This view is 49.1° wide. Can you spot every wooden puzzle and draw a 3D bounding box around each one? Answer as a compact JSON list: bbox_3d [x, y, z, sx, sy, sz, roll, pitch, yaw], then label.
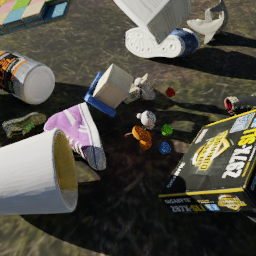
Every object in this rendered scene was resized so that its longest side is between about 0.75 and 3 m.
[{"bbox_3d":[-1.677,-2.240,4.809,2.867,0.201,1.700,-7,52,19],"label":"wooden puzzle"}]

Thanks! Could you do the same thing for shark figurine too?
[{"bbox_3d":[3.588,-4.263,11.874,1.830,3.063,1.278,32,88,-7],"label":"shark figurine"}]

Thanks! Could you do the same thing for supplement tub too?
[{"bbox_3d":[-3.636,-1.741,9.252,2.202,1.349,1.349,24,48,24],"label":"supplement tub"}]

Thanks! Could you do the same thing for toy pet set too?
[{"bbox_3d":[-0.013,-0.515,8.397,2.477,1.409,2.653,31,45,-18],"label":"toy pet set"}]

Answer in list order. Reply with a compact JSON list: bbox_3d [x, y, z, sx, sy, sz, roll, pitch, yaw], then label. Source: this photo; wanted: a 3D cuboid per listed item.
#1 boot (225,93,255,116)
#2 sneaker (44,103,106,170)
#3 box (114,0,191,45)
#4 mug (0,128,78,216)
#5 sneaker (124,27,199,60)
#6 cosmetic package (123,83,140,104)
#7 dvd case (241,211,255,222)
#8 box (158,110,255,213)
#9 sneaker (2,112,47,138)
[{"bbox_3d":[3.839,-0.486,8.479,1.304,0.623,1.726,-7,38,-4],"label":"boot"},{"bbox_3d":[-1.475,0.364,7.469,1.448,0.920,2.539,-18,38,-11],"label":"sneaker"},{"bbox_3d":[0.519,-3.999,8.322,2.323,1.518,2.311,47,13,8],"label":"box"},{"bbox_3d":[-2.213,1.125,6.327,1.863,2.269,1.818,-12,77,0],"label":"mug"},{"bbox_3d":[1.501,-3.544,11.511,2.812,1.133,2.059,20,31,33],"label":"sneaker"},{"bbox_3d":[-0.171,-1.349,9.521,0.597,0.403,1.135,-30,51,-28],"label":"cosmetic package"},{"bbox_3d":[2.846,1.908,5.503,1.490,1.120,0.184,31,92,13],"label":"dvd case"},{"bbox_3d":[2.164,0.691,6.280,2.142,0.662,2.683,-20,21,50],"label":"box"},{"bbox_3d":[-2.967,-0.024,8.162,1.282,0.493,0.568,-18,57,-10],"label":"sneaker"}]
